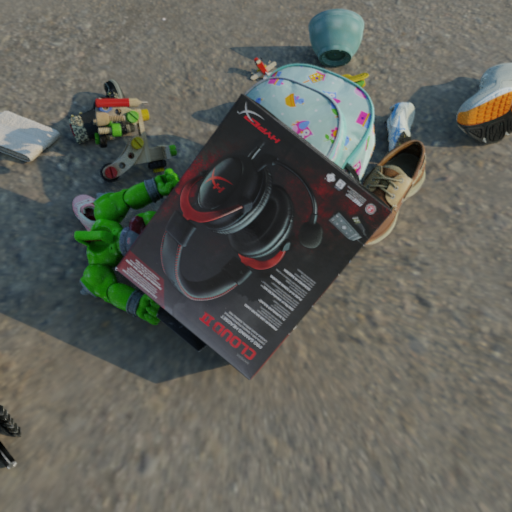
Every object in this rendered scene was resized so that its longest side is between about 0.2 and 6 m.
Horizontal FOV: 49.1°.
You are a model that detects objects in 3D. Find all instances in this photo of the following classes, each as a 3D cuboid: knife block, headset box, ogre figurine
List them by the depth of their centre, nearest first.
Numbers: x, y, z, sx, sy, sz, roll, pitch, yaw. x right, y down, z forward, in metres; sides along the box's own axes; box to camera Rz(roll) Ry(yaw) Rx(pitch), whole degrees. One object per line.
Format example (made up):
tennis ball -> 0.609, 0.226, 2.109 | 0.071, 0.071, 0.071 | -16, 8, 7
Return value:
knife block -> -5.072, 2.375, 8.242 | 3.168, 1.014, 2.781 | 1, 49, 0
headset box -> -0.139, -0.138, 8.623 | 2.703, 3.637, 1.364 | 40, 14, 3
ogre figurine -> -2.265, -0.238, 10.103 | 1.639, 2.734, 1.342 | 3, 6, 10

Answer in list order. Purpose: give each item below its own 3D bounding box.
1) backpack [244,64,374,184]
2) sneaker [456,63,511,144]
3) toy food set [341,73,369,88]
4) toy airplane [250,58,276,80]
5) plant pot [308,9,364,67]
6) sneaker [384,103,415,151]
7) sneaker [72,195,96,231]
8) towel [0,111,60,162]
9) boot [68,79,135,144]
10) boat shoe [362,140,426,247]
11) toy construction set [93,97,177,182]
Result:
backpack -> 0.750, -2.038, 10.458 | 2.688, 2.344, 3.057 | 28, 79, 22
sneaker -> 5.693, -3.757, 13.279 | 3.440, 1.302, 1.582 | -24, 47, -28
toy food set -> 2.191, -4.234, 14.090 | 1.400, 0.457, 0.824 | -21, 30, -18
toy airplane -> 0.186, -4.821, 14.588 | 0.594, 0.420, 0.592 | 10, 89, -3
plant pot -> 2.073, -5.582, 14.655 | 1.456, 1.456, 0.976 | 3, 78, 3
sneaker -> 3.231, -2.832, 12.859 | 0.639, 0.634, 1.763 | -5, 49, 32
sneaker -> -3.309, -0.916, 11.128 | 0.546, 0.758, 1.451 | -25, 54, -17
towel -> -5.514, -2.783, 12.889 | 1.695, 0.292, 1.123 | 21, 52, 14
boot -> -3.757, -3.425, 13.225 | 1.413, 0.675, 1.871 | -20, 54, -13
boat shoe -> 2.570, -1.364, 11.292 | 1.099, 1.042, 2.902 | 26, 55, 20
toy construction set -> -2.471, -2.574, 11.635 | 1.655, 2.154, 1.796 | -7, 77, -16
